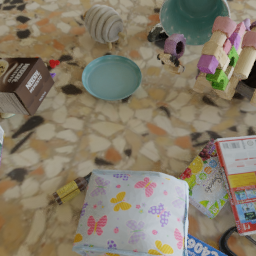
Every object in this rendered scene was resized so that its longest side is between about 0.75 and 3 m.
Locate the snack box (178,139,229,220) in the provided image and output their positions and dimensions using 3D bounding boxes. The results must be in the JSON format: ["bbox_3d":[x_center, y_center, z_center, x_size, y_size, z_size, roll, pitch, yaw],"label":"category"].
[{"bbox_3d":[2.263,1.323,7.558,1.296,0.483,1.823,37,65,19],"label":"snack box"}]

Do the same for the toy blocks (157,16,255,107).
[{"bbox_3d":[2.765,-2.218,7.831,2.626,2.454,2.210,22,86,39],"label":"toy blocks"}]

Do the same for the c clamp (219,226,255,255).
[{"bbox_3d":[2.978,2.899,6.770,1.431,0.194,1.222,32,68,17],"label":"c clamp"}]

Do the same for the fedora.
[{"bbox_3d":[4.665,-1.661,8.817,2.714,1.225,2.400,-30,52,8],"label":"fedora"}]

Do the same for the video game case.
[{"bbox_3d":[3.311,1.370,7.239,1.728,0.211,2.417,-4,69,-15],"label":"video game case"}]

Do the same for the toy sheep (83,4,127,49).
[{"bbox_3d":[-0.828,-3.731,10.246,2.060,1.421,1.421,33,63,19],"label":"toy sheep"}]

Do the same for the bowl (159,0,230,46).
[{"bbox_3d":[2.309,-4.065,9.500,2.299,2.299,1.203,13,61,8],"label":"bowl"}]

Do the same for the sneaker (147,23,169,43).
[{"bbox_3d":[1.515,-3.680,10.685,1.713,0.569,0.775,-35,61,-22],"label":"sneaker"}]

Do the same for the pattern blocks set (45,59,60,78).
[{"bbox_3d":[-3.271,-2.011,9.889,1.498,0.121,1.317,7,58,4],"label":"pattern blocks set"}]

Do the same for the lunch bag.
[{"bbox_3d":[0.192,2.113,6.399,2.328,1.480,1.974,-2,53,15],"label":"lunch bag"}]

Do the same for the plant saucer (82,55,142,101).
[{"bbox_3d":[-0.547,-1.693,9.602,2.041,0.280,2.041,0,57,0],"label":"plant saucer"}]

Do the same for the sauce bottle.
[{"bbox_3d":[-1.399,1.584,7.465,1.196,0.387,0.387,-29,62,-19],"label":"sauce bottle"}]

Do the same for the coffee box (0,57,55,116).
[{"bbox_3d":[-3.776,-1.312,8.501,2.591,1.034,1.464,5,53,22],"label":"coffee box"}]

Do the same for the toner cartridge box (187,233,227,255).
[{"bbox_3d":[1.766,3.063,6.463,1.510,0.326,0.717,25,76,15],"label":"toner cartridge box"}]

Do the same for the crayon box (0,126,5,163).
[{"bbox_3d":[-4.375,0.749,7.924,1.420,0.480,1.646,-6,58,-4],"label":"crayon box"}]

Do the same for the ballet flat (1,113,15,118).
[{"bbox_3d":[-3.503,-0.818,8.958,1.352,0.422,0.456,-37,65,-21],"label":"ballet flat"}]
